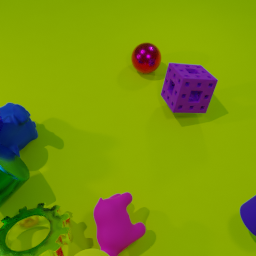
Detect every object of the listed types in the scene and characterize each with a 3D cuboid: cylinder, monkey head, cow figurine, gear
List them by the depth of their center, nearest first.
[{"bbox_3d":[2.523,1.513,5.026,0.703,0.703,0.703,20,40,-18],"label":"cylinder"},{"bbox_3d":[-0.363,2.022,5.165,1.408,0.785,1.431,-20,87,-37],"label":"cow figurine"},{"bbox_3d":[-1.818,2.045,5.225,1.534,0.284,1.534,-6,28,3],"label":"gear"},{"bbox_3d":[-2.759,1.026,5.644,1.078,1.078,1.078,-45,64,1],"label":"cylinder"},{"bbox_3d":[-2.725,-0.025,6.420,1.072,1.279,1.778,-38,92,-21],"label":"monkey head"}]

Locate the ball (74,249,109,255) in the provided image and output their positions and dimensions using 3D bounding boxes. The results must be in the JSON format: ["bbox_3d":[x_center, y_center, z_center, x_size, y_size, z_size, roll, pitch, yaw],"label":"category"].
[{"bbox_3d":[-0.545,2.211,4.108,0.811,0.811,0.811,0,56,0],"label":"ball"}]

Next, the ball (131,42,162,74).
[{"bbox_3d":[0.526,-2.013,8.069,0.875,0.875,0.875,0,56,0],"label":"ball"}]

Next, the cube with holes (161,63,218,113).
[{"bbox_3d":[1.495,-1.003,7.037,0.917,0.917,0.917,0,34,-17],"label":"cube with holes"}]

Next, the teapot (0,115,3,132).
[{"bbox_3d":[-2.966,0.002,5.756,0.559,0.710,1.142,21,67,-8],"label":"teapot"}]
